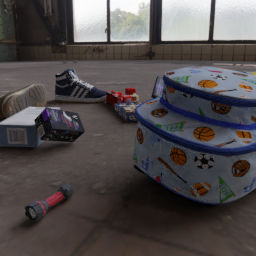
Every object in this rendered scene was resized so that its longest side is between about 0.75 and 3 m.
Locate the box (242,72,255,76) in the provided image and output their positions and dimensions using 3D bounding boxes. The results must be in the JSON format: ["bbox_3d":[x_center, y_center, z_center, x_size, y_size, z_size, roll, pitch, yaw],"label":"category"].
[{"bbox_3d":[5.516,-1.155,9.967,2.416,1.530,2.509,2,17,8],"label":"box"}]

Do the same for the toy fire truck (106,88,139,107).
[{"bbox_3d":[-0.121,-1.317,12.254,1.576,0.545,2.235,-6,18,-20],"label":"toy fire truck"}]

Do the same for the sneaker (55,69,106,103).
[{"bbox_3d":[-2.108,-1.938,12.757,2.654,1.440,0.930,3,17,9],"label":"sneaker"}]

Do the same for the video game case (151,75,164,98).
[{"bbox_3d":[1.688,-1.075,9.860,1.733,0.164,1.238,27,44,-8],"label":"video game case"}]

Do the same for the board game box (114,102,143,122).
[{"bbox_3d":[0.301,-0.626,10.324,1.245,0.318,1.838,-5,17,-16],"label":"board game box"}]

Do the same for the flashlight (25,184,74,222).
[{"bbox_3d":[-1.207,1.149,4.441,0.295,0.296,0.870,10,20,29],"label":"flashlight"}]

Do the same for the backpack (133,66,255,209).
[{"bbox_3d":[1.485,0.061,5.167,2.859,2.203,2.724,19,35,40],"label":"backpack"}]

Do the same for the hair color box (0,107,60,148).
[{"bbox_3d":[-2.721,-0.091,7.994,1.027,0.629,2.075,2,17,3],"label":"hair color box"}]

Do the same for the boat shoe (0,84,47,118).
[{"bbox_3d":[-4.095,-1.103,10.669,1.058,1.075,2.886,3,16,12],"label":"boat shoe"}]

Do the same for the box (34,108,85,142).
[{"bbox_3d":[-1.717,-0.054,7.090,0.552,0.636,1.040,-39,-28,29],"label":"box"}]
